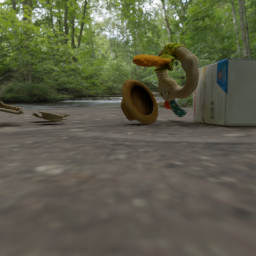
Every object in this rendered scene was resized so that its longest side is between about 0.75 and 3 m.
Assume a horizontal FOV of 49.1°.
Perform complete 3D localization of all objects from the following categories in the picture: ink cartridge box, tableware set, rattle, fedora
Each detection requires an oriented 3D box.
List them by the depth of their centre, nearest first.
[{"bbox_3d":[3.256,-1.038,8.669,1.781,1.813,2.463,-1,5,-8],"label":"ink cartridge box"},{"bbox_3d":[0.249,-0.735,8.794,1.638,1.638,0.668,-5,-23,-47],"label":"fedora"},{"bbox_3d":[-3.145,-0.520,8.936,2.632,0.305,2.199,12,-1,-27],"label":"tableware set"},{"bbox_3d":[1.132,-1.224,9.304,1.849,2.841,2.029,34,51,17],"label":"rattle"}]
